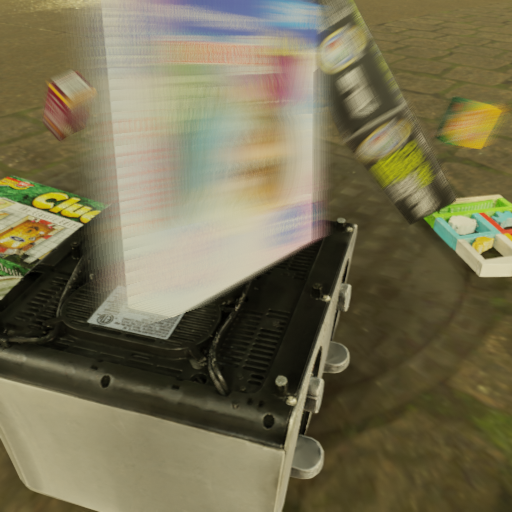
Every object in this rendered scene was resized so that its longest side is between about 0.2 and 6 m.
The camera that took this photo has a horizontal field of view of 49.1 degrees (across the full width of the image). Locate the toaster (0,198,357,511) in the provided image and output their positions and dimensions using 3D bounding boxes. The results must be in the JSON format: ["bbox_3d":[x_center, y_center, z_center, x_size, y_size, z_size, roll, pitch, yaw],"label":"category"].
[{"bbox_3d":[-0.879,0.926,6.088,3.628,2.153,3.281,9,34,14],"label":"toaster"}]

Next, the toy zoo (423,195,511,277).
[{"bbox_3d":[4.202,-0.322,9.765,1.703,0.266,2.596,-7,33,-11],"label":"toy zoo"}]

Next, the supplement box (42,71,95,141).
[{"bbox_3d":[-3.361,-2.664,10.016,0.490,1.144,0.631,47,54,1],"label":"supplement box"}]

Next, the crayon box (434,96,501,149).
[{"bbox_3d":[3.580,-2.191,9.317,1.133,0.719,0.288,-1,34,-33],"label":"crayon box"}]

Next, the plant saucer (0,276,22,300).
[{"bbox_3d":[-3.686,0.705,8.163,1.102,0.276,1.102,0,33,0],"label":"plant saucer"}]

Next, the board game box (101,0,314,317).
[{"bbox_3d":[-0.199,-0.932,4.479,0.457,2.218,2.223,9,20,30],"label":"board game box"}]

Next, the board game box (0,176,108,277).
[{"bbox_3d":[-3.603,-0.377,9.690,4.239,0.497,2.221,16,34,24],"label":"board game box"}]

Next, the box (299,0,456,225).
[{"bbox_3d":[1.640,-2.770,8.748,0.868,3.143,3.923,-28,62,20],"label":"box"}]
